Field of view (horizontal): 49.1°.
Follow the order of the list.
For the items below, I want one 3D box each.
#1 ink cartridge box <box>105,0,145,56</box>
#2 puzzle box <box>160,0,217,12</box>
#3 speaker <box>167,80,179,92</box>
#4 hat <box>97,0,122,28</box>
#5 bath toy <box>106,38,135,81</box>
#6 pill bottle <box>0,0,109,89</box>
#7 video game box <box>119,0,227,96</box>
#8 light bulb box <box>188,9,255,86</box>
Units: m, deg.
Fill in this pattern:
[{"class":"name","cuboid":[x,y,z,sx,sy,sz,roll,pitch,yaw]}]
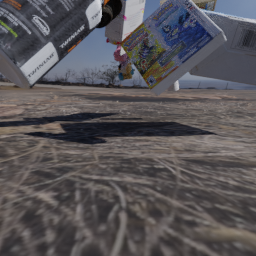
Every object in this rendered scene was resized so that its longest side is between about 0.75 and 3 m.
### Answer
[{"class":"ink cartridge box","cuboid":[-0.093,-3.509,8.831,0.709,2.089,1.203,26,41,22]},{"class":"puzzle box","cuboid":[2.190,-4.027,10.622,1.883,0.360,2.831,-7,-10,8]},{"class":"speaker","cuboid":[1.616,-1.937,10.478,0.451,1.110,0.451,-12,23,5]},{"class":"hat","cuboid":[-0.826,-2.903,7.174,1.418,0.572,1.418,-5,-17,-2]},{"class":"bath toy","cuboid":[-0.262,-2.779,10.687,0.782,2.115,0.920,-23,53,-3]},{"class":"pill bottle","cuboid":[-1.397,-2.006,5.083,2.534,1.346,1.346,-49,31,-18]},{"class":"video game box","cuboid":[0.977,-2.075,6.745,0.469,2.002,1.824,30,25,-53]},{"class":"light bulb box","cuboid":[2.889,-2.420,8.132,2.499,1.573,2.521,8,27,-6]}]
